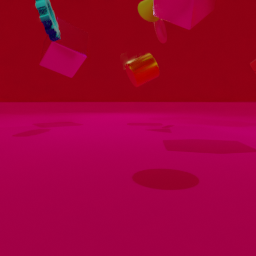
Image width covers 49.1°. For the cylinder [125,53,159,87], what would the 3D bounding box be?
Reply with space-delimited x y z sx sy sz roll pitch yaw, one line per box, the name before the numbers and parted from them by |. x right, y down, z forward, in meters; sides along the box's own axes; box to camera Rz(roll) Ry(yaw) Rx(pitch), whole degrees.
cylinder | 0.546 -2.234 10.801 0.996 0.996 0.996 -27 11 -8

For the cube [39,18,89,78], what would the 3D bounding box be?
cube | -2.510 -3.128 11.071 1.396 1.396 1.396 19 -39 -29

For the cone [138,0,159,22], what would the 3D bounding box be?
cone | 0.906 -4.279 9.583 0.877 0.877 0.880 -2 -16 -22

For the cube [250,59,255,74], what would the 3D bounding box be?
cube | 4.282 -1.830 8.084 0.851 0.851 0.851 -26 -6 -15

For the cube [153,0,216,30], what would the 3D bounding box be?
cube | 1.412 -3.351 6.872 1.151 1.151 1.151 34 62 27

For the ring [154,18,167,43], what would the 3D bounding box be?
ring | 1.234 -3.744 10.590 0.215 1.073 1.073 -10 2 22

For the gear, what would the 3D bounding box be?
gear | -2.576 -3.591 8.997 0.284 1.536 1.536 -17 6 -1
